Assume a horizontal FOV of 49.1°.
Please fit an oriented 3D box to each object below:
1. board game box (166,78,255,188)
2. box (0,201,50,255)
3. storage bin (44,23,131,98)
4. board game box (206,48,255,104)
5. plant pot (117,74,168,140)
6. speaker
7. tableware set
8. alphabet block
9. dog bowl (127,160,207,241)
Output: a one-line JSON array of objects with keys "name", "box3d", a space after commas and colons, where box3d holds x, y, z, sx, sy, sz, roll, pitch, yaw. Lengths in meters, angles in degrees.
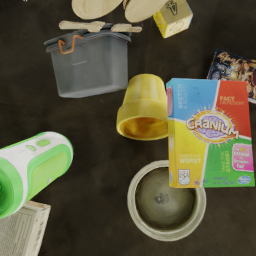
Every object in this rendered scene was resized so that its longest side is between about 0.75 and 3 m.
[{"name": "board game box", "box3d": [1.719, 0.111, 5.972, 1.722, 0.454, 2.251, 0, 82, -9]}, {"name": "box", "box3d": [-3.606, 2.266, 6.790, 2.968, 1.154, 1.409, 14, 81, 2]}, {"name": "storage bin", "box3d": [-0.994, -1.575, 7.050, 2.107, 1.534, 1.415, -7, 90, 28]}, {"name": "board game box", "box3d": [3.098, -1.430, 7.833, 1.646, 0.285, 1.115, 19, 82, 3]}, {"name": "plant pot", "box3d": [0.445, -0.566, 7.209, 1.443, 1.443, 1.358, 1, 65, 0]}, {"name": "speaker", "box3d": [-1.849, 0.727, 5.160, 1.080, 2.441, 1.080, 1, 99, 9]}, {"name": "tableware set", "box3d": [-0.104, -2.711, 5.580, 1.742, 2.636, 0.528, -38, 79, 39]}, {"name": "alphabet block", "box3d": [1.244, -3.153, 7.879, 0.786, 0.768, 0.772, -24, 80, -3]}, {"name": "dog bowl", "box3d": [0.940, 1.779, 7.104, 1.934, 0.713, 1.934, 0, 82, 0]}]
